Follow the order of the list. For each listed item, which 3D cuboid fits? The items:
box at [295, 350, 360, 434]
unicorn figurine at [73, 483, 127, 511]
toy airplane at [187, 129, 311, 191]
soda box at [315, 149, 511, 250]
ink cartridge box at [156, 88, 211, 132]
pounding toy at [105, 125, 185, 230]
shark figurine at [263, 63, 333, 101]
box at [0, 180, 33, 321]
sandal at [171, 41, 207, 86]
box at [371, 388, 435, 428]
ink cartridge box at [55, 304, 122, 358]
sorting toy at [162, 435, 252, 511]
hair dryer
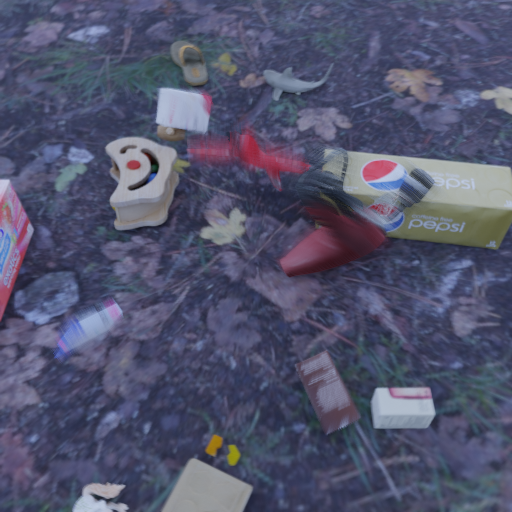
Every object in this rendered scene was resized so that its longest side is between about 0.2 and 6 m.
[{"bbox_3d":[1.197,2.314,9.525,0.624,0.467,1.246,-23,70,-5],"label":"box"},{"bbox_3d":[-2.634,4.146,8.304,1.107,0.595,1.612,6,36,18],"label":"unicorn figurine"},{"bbox_3d":[0.074,-2.058,11.900,2.844,2.844,0.523,14,83,11],"label":"toy airplane"},{"bbox_3d":[3.351,-1.228,12.091,3.986,1.276,1.350,7,51,6],"label":"soda box"},{"bbox_3d":[-1.670,-3.381,12.993,1.129,0.833,0.483,-1,21,-37],"label":"ink cartridge box"},{"bbox_3d":[-2.660,-2.127,12.553,1.666,1.671,2.913,6,48,3],"label":"pounding toy"},{"bbox_3d":[1.112,-4.860,15.344,1.911,0.797,1.142,4,53,5],"label":"shark figurine"},{"bbox_3d":[-5.653,0.129,10.798,1.481,1.605,3.128,1,52,1],"label":"box"},{"bbox_3d":[-1.896,-5.654,16.091,0.837,0.563,2.084,-15,53,-11],"label":"sandal"},{"bbox_3d":[2.466,2.580,9.481,0.916,0.585,0.499,0,51,0],"label":"box"},{"bbox_3d":[-2.926,1.278,9.639,0.248,0.704,1.180,50,39,6],"label":"ink cartridge box"},{"bbox_3d":[-0.681,3.698,8.857,1.157,0.208,1.553,17,53,19],"label":"sorting toy"},{"bbox_3d":[1.416,-0.714,10.490,2.534,3.327,0.904,8,47,-23],"label":"hair dryer"}]
